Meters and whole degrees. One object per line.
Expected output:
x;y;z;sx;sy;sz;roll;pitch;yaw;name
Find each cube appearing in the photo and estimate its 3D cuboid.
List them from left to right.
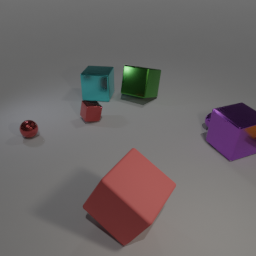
-1.603;-0.739;12.128;0.700;0.700;0.700;-3;29;-30;cube
-1.517;-2.283;14.305;1.400;1.400;1.400;4;30;8;cube
0.028;1.639;6.760;1.400;1.400;1.400;41;42;7;cube
0.651;-2.314;13.955;1.400;1.400;1.400;15;15;30;cube
3.872;0.098;10.005;1.400;1.400;1.400;-12;36;-21;cube

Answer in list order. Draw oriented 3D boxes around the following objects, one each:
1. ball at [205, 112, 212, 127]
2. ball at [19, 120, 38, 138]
3.503;-0.298;11.460;0.700;0.700;0.700;0;30;0;ball
-3.861;0.033;10.927;0.700;0.700;0.700;0;30;0;ball
